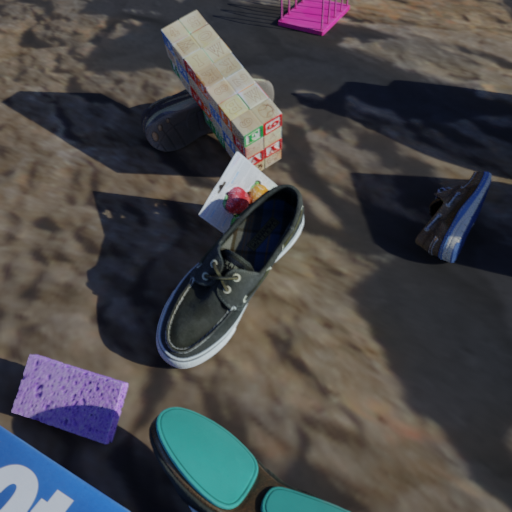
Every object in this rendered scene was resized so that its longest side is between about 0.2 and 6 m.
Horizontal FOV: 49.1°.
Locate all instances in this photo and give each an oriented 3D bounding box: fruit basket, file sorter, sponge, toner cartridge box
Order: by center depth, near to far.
[{"bbox_3d":[-1.826,2.980,4.540,4.371,0.944,2.076,25,50,16],"label":"toner cartridge box"},{"bbox_3d":[-2.121,1.621,6.387,1.231,0.184,0.687,14,80,13],"label":"sponge"},{"bbox_3d":[-0.179,-0.737,8.032,0.539,1.150,1.065,18,77,57],"label":"fruit basket"},{"bbox_3d":[1.436,-6.234,13.419,1.176,1.062,1.693,21,50,20],"label":"file sorter"}]

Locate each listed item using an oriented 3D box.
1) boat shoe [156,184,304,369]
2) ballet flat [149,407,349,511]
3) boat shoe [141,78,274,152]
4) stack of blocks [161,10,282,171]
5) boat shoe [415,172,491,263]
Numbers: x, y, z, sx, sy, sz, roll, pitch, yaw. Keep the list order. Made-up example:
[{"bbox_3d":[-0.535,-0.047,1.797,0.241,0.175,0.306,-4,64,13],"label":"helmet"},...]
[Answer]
[{"bbox_3d":[-0.316,0.161,7.056,0.942,0.777,2.743,34,70,10],"label":"boat shoe"},{"bbox_3d":[-0.069,2.365,5.202,2.418,0.827,0.822,27,29,20],"label":"ballet flat"},{"bbox_3d":[-0.918,-2.798,10.257,2.616,0.974,0.959,-22,50,-21],"label":"boat shoe"},{"bbox_3d":[-0.544,-2.629,9.241,0.706,1.388,2.411,-33,74,-9],"label":"stack of blocks"},{"bbox_3d":[3.003,-0.735,8.493,0.691,0.690,1.911,23,51,23],"label":"boat shoe"}]
